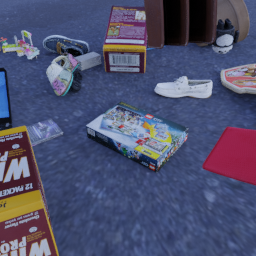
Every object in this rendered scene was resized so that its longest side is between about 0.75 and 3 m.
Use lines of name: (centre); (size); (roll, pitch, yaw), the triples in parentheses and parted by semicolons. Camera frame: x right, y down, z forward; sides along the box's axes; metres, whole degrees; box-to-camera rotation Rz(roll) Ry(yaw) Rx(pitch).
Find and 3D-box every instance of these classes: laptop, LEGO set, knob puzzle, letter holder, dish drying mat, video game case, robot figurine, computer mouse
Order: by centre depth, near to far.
dish drying mat: (1.941, 0.438, 3.356); (0.825, 0.195, 2.147); (-53, 31, -17)
letter holder: (1.137, -2.984, 6.327); (1.110, 2.208, 1.569); (-12, 21, -14)
laptop: (-4.643, -0.249, 7.510); (2.573, 1.500, 2.904); (-6, 38, -7)
robot figurine: (2.611, -2.491, 7.675); (0.683, 0.909, 0.567); (23, 49, 33)
video game case: (-2.623, 0.145, 8.133); (1.245, 0.118, 0.890); (-21, 42, -27)
knob puzzle: (4.725, -1.989, 10.115); (3.254, 0.451, 3.254); (-9, 28, 5)
computer mouse: (-1.954, -1.754, 10.496); (0.454, 0.263, 1.548); (33, 24, -21)
LEGO set: (-5.114, -3.870, 12.723); (2.549, 0.949, 1.172); (15, 40, 18)

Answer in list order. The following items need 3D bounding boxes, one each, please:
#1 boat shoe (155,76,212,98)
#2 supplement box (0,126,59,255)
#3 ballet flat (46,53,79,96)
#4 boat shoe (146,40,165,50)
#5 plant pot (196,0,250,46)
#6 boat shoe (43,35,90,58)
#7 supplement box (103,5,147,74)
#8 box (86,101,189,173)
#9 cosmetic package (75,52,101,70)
boat shoe: (1.942, -1.502, 9.816); (1.993, 0.691, 0.706); (1, 37, 2)
supplement box: (-2.165, 1.379, 5.003); (1.298, 1.928, 1.955); (-14, 39, -18)
ballet flat: (-2.451, -2.079, 10.314); (0.902, 0.929, 2.609); (-38, 26, 25)
boat shoe: (1.252, -4.246, 13.385); (2.175, 0.747, 0.915); (-24, 44, -29)
plant pot: (4.148, -4.937, 13.276); (2.116, 2.426, 2.426); (-22, 40, -1)
boat shoe: (-2.883, -3.583, 12.468); (2.184, 0.773, 0.992); (8, 34, 7)
supplement box: (-0.019, -3.748, 11.707); (1.640, 1.273, 2.972); (3, 53, 4)
box: (0.250, 0.133, 7.859); (2.382, 0.449, 1.627); (25, 44, 29)
cosmetic package: (-1.689, -2.825, 11.782); (1.030, 0.464, 0.550); (-29, 45, -28)
